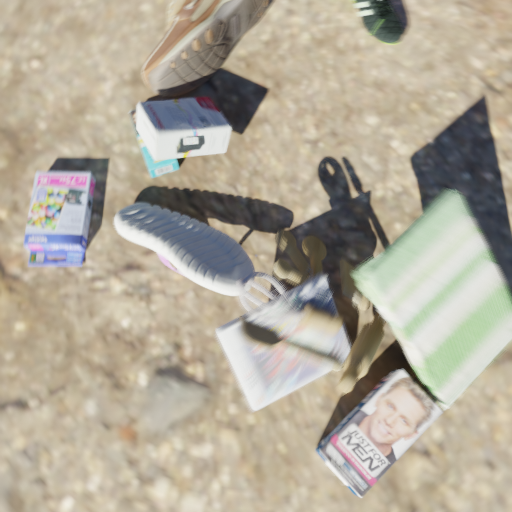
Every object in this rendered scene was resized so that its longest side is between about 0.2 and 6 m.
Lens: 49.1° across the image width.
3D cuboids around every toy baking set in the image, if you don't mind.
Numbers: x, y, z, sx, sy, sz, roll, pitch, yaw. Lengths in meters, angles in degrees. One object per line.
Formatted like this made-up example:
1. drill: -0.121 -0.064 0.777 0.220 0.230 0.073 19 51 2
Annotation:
1. toy baking set: 0.794 0.777 7.704 2.201 0.334 2.867 42 38 -2

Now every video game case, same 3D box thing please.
1. video game case: 0.444 1.256 7.909 1.648 1.501 0.189 -26 28 -9

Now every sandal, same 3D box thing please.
1. sandal: -1.071 -0.066 8.633 2.590 0.637 1.054 32 47 25

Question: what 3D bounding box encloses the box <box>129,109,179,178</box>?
1. box: -1.730 -1.956 9.479 0.498 0.297 1.209 -20 72 -7

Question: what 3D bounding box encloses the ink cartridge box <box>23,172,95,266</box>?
1. ink cartridge box: -3.171 -0.605 9.019 0.925 0.325 1.550 1 73 1

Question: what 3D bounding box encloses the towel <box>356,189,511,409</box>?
1. towel: 2.636 0.651 7.809 1.915 0.294 2.511 -40 110 -15

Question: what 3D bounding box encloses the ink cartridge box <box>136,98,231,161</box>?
1. ink cartridge box: -1.187 -2.060 8.999 1.262 0.523 0.920 -12 51 -27

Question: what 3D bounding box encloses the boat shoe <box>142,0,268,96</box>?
1. boat shoe: -1.007 -4.005 9.812 1.123 1.184 3.127 32 65 14

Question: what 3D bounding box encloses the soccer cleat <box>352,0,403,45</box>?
1. soccer cleat: 2.126 -4.628 10.172 0.605 0.726 1.791 -24 73 -8

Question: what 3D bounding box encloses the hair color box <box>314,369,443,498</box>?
1. hair color box: 1.700 2.449 7.837 1.652 0.500 0.826 -41 79 -13
